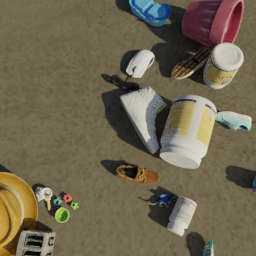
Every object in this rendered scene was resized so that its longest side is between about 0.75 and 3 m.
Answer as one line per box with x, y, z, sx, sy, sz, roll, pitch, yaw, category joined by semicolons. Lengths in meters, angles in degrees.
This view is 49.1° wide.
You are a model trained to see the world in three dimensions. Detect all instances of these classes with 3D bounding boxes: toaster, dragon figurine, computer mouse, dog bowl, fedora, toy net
-3.160;4.038;9.503;1.222;0.725;1.105;6;71;-1;toaster
1.299;2.630;10.332;1.071;0.315;0.533;5;69;1;dragon figurine
0.351;-2.678;12.325;1.286;0.515;2.346;29;71;12;computer mouse
1.045;-5.724;13.519;2.193;0.544;1.222;37;73;13;dog bowl
-4.407;2.971;9.255;3.003;1.225;3.003;4;80;-21;fedora
-2.694;2.636;10.269;1.725;0.333;0.905;36;81;12;toy net

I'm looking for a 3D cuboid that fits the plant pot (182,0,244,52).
3.622;-4.615;12.298;2.059;2.300;2.300;25;70;26;plant pot

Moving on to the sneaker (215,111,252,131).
4.219;-0.240;11.325;1.574;0.582;0.645;8;64;4;sneaker

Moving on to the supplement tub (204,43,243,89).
3.866;-2.517;11.599;1.259;1.732;1.259;0;68;1;supplement tub

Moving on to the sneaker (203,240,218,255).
2.973;4.606;9.506;0.672;0.571;1.472;7;72;-13;sneaker

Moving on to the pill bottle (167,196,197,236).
1.891;3.117;9.936;0.696;0.696;1.227;26;72;10;pill bottle

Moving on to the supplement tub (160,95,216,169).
2.234;0.145;10.551;1.733;1.733;2.384;18;70;7;supplement tub

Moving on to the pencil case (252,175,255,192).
5.492;2.225;10.256;1.713;0.729;0.792;15;37;7;pencil case

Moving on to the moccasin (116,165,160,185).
0.372;1.712;10.513;1.681;0.649;0.615;15;69;6;moccasin

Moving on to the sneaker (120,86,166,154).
0.934;-0.471;11.184;1.604;1.022;2.775;-24;69;-6;sneaker

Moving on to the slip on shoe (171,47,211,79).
2.763;-2.721;12.143;1.903;0.576;0.723;-39;69;5;slip on shoe
